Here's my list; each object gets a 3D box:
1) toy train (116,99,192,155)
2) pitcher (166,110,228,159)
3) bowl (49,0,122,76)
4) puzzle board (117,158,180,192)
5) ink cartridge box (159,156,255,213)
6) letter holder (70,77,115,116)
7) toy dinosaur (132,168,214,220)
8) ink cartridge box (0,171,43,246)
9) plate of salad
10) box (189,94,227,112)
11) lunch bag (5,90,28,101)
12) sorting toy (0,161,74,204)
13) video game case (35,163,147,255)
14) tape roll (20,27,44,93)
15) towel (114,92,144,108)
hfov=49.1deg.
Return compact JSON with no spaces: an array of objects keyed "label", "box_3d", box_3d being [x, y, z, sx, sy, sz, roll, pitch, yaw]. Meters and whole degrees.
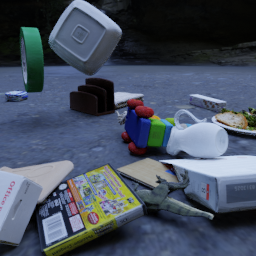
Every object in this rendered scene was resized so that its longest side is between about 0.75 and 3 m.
[{"label":"toy train","box_3d":[0.700,-0.152,8.464,1.705,1.247,2.946,7,14,-13]},{"label":"pitcher","box_3d":[1.630,0.125,6.697,0.836,1.183,1.379,5,-4,-41]},{"label":"bowl","box_3d":[-1.802,-3.624,11.151,2.484,2.488,0.929,37,9,0]},{"label":"puzzle board","box_3d":[0.586,1.012,6.094,1.047,0.121,1.389,-13,21,-42]},{"label":"ink cartridge box","box_3d":[2.048,0.992,5.673,2.190,0.677,2.700,-2,-3,-13]},{"label":"letter holder","box_3d":[-1.619,-1.463,12.395,1.029,1.454,2.046,-15,22,-42]},{"label":"toy dinosaur","box_3d":[0.587,1.119,4.788,2.083,0.494,0.918,-1,27,38]},{"label":"ink cartridge box","box_3d":[-2.040,1.106,4.158,1.249,0.903,0.526,7,-25,24]},{"label":"plate of salad","box_3d":[4.436,-0.331,9.801,2.880,0.692,2.880,0,15,0]},{"label":"box","box_3d":[3.737,-1.204,13.311,0.487,0.455,2.350,-6,17,-20]},{"label":"lunch bag","box_3d":[-6.042,-1.760,15.333,0.978,0.461,1.220,3,17,6]},{"label":"sorting toy","box_3d":[-2.027,1.068,5.237,1.654,0.302,1.531,-6,15,14]},{"label":"video game case","box_3d":[-0.710,1.213,4.546,1.510,0.213,1.671,-21,21,-16]},{"label":"tape roll","box_3d":[-3.628,-2.516,10.510,0.568,2.365,2.365,-6,17,-25]},{"label":"towel","box_3d":[-0.527,-1.466,14.247,1.780,0.463,2.686,9,18,32]}]
